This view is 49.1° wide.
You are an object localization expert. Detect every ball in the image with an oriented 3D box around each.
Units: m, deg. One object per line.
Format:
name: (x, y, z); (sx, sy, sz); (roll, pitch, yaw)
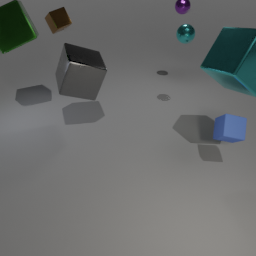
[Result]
ball: (2.149, -3.505, 10.427); (0.700, 0.700, 0.700); (0, 33, 0)
ball: (2.465, -5.498, 12.620); (0.700, 0.700, 0.700); (0, 33, 0)

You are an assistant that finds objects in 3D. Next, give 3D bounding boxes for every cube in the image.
cube: (-2.814, -4.335, 11.309); (0.700, 0.700, 0.700); (-34, 17, -27)
cube: (3.136, 0.024, 8.654); (0.700, 0.700, 0.700); (11, -11, -8)
cube: (-4.334, -3.785, 10.445); (1.400, 1.400, 1.400); (-27, 26, -2)
cube: (3.300, -1.934, 8.181); (1.400, 1.400, 1.400); (27, 6, -34)
cube: (-1.767, -2.056, 10.343); (1.400, 1.400, 1.400); (7, 38, -28)
